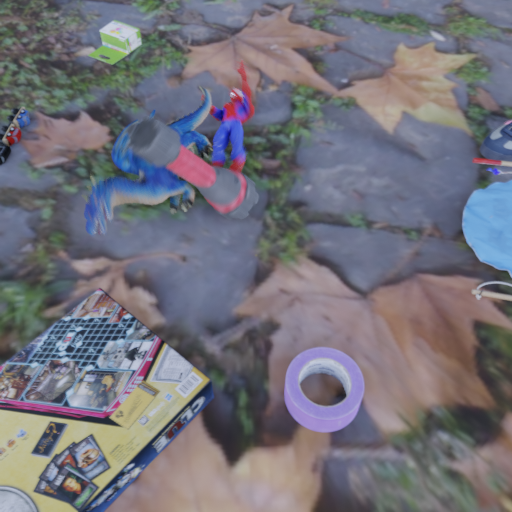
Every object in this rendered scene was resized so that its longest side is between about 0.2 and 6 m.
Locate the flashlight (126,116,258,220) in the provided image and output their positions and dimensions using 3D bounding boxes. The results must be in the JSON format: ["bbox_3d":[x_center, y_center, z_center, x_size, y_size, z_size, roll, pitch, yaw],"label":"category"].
[{"bbox_3d":[-0.871,-1.270,8.411,0.762,2.250,0.765,-26,58,24],"label":"flashlight"}]

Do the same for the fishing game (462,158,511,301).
[{"bbox_3d":[4.263,-0.389,8.934,1.987,0.431,2.775,6,59,5],"label":"fishing game"}]

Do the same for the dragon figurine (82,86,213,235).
[{"bbox_3d":[-1.634,-1.670,8.824,1.568,0.928,3.155,25,78,-30],"label":"dragon figurine"}]

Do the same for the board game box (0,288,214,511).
[{"bbox_3d":[-2.419,2.104,6.817,2.199,0.562,3.246,35,60,24],"label":"board game box"}]

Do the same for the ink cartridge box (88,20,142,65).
[{"bbox_3d":[-3.145,-4.714,12.374,0.752,0.385,1.017,25,55,19],"label":"ink cartridge box"}]

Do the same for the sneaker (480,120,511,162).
[{"bbox_3d":[5.031,-2.473,10.233,2.266,0.930,0.795,-29,57,-21],"label":"sneaker"}]

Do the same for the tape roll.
[{"bbox_3d":[0.866,1.716,7.221,0.997,0.424,0.997,0,51,0],"label":"tape roll"}]

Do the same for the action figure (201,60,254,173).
[{"bbox_3d":[-0.544,-2.482,9.986,0.817,1.239,2.503,-7,45,14],"label":"action figure"}]

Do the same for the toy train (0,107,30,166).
[{"bbox_3d":[-4.604,-2.262,10.495,0.361,0.269,1.578,7,52,1],"label":"toy train"}]
